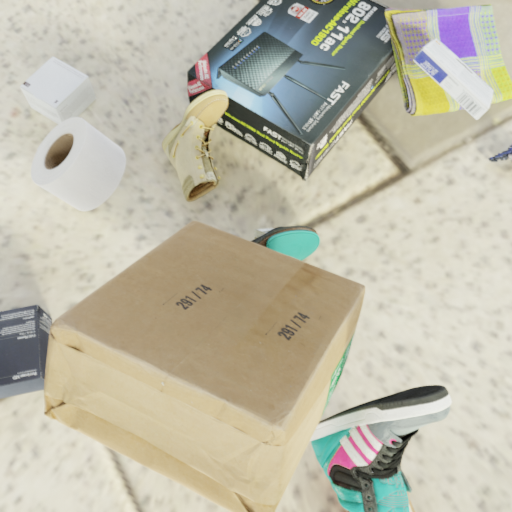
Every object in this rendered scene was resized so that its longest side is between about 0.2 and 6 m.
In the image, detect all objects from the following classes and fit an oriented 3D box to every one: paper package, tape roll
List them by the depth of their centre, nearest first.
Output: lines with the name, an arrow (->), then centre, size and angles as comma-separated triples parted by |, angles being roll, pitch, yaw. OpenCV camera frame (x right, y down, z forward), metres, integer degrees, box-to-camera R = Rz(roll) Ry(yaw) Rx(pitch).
paper package -> -0.410, 1.069, 6.316 | 2.627, 1.426, 2.756 | 22, 32, 15
tape roll -> -2.716, -1.395, 8.590 | 1.210, 0.830, 1.210 | -18, 56, 29

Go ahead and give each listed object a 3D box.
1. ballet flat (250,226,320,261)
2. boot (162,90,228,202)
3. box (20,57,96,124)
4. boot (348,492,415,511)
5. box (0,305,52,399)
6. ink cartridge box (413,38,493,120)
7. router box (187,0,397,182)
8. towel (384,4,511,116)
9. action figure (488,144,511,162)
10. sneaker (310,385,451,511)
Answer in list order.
ballet flat -> 0.009, -0.067, 8.380 | 1.983, 0.674, 0.678 | -22, 36, -27
boot -> -0.826, -1.725, 8.890 | 0.573, 1.573, 1.223 | 3, 58, -48
box -> -3.447, -2.858, 9.798 | 0.857, 0.563, 0.862 | 32, 69, 14
boot -> 1.375, 3.246, 6.864 | 1.177, 0.824, 2.195 | -28, 71, -11
box -> -3.510, 1.381, 7.828 | 1.183, 0.616, 1.078 | -10, 64, -4
ink cartridge box -> 3.024, -2.722, 8.518 | 1.294, 0.286, 1.318 | 43, 34, 1
router box -> 0.796, -3.269, 9.723 | 2.505, 1.039, 3.343 | 33, 70, 14
towel -> 3.344, -3.384, 9.561 | 2.547, 0.290, 1.829 | -13, 89, -25
action figure -> 4.386, -1.576, 9.391 | 0.848, 0.443, 0.820 | -16, 56, 22
sneaker -> 1.426, 2.215, 6.061 | 0.867, 2.073, 1.251 | -10, 71, -36
